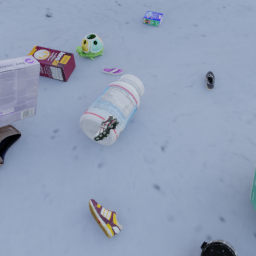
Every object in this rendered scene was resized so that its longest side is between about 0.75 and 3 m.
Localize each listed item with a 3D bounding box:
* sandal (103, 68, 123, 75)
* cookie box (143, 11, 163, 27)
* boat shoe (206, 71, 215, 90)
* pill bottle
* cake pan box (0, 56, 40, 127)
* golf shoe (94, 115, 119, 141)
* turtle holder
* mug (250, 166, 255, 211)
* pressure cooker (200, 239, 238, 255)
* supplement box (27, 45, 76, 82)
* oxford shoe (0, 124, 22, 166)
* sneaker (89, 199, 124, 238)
[{"bbox_3d":[-0.596,-2.257,10.971,0.815,0.200,0.331,2,53,1],"label":"sandal"},{"bbox_3d":[1.171,-5.095,13.032,0.791,0.297,0.676,16,55,12],"label":"cookie box"},{"bbox_3d":[3.146,-1.864,10.611,0.352,0.304,0.969,8,54,6],"label":"boat shoe"},{"bbox_3d":[-0.423,-0.669,9.116,1.272,1.272,2.340,24,56,17],"label":"pill bottle"},{"bbox_3d":[-3.523,-0.918,7.846,2.183,2.011,0.571,-25,62,-38],"label":"cake pan box"},{"bbox_3d":[-0.653,0.018,7.869,0.860,0.332,0.379,-42,60,2],"label":"golf shoe"},{"bbox_3d":[-1.573,-3.354,11.405,1.153,0.818,0.876,-9,54,-7],"label":"turtle holder"},{"bbox_3d":[3.918,1.588,6.873,1.616,2.148,2.614,11,57,26],"label":"mug"},{"bbox_3d":[2.164,3.067,6.563,0.848,0.949,0.835,-18,70,16],"label":"pressure cooker"},{"bbox_3d":[-2.990,-2.500,10.823,1.671,0.716,0.922,14,55,11],"label":"supplement box"},{"bbox_3d":[-4.329,0.928,8.094,1.082,1.058,2.968,23,56,10],"label":"oxford shoe"},{"bbox_3d":[-0.601,2.319,7.454,0.522,0.434,1.159,-25,63,-28],"label":"sneaker"}]
